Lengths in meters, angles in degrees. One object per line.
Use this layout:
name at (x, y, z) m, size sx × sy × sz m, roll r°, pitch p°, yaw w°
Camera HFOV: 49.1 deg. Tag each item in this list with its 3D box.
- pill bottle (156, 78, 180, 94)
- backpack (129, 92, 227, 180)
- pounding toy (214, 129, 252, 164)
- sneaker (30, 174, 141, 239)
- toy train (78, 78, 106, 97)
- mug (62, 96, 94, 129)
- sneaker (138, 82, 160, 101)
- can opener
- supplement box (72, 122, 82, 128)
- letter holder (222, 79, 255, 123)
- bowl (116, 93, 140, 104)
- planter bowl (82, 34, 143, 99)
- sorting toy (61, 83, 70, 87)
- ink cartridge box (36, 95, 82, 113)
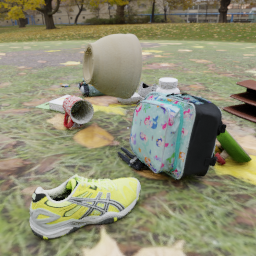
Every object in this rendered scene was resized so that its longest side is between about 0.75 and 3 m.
pill bottle at (1.687, -1.187, 12.075) m, size 1.021 × 1.821 × 1.021 m, roll 0°, pitch 22°, yaw 0°
backpack at (1.188, 0.082, 8.322) m, size 1.997 × 2.354 × 2.652 m, roll 1°, pitch 18°, yaw -23°
pounding toy at (3.026, 0.519, 9.073) m, size 1.890 × 0.877 × 1.459 m, roll 55°, pitch 15°, yaw 22°
sneaker at (-0.851, 1.588, 6.404) m, size 2.710 × 1.035 × 1.022 m, roll -14°, pitch 25°, yaw -30°
toy train at (-1.653, -2.396, 16.228) m, size 2.395 × 1.021 × 1.365 m, roll -7°, pitch 33°, yaw -16°
mug at (-2.303, -0.765, 11.728) m, size 1.342 × 1.009 × 1.512 m, roll -31°, pitch 28°, yaw -17°
sneaker at (1.416, -1.712, 14.328) m, size 2.613 × 1.071 × 0.976 m, roll 21°, pitch 30°, yaw 41°
can opener at (0.073, 0.972, 8.856) m, size 0.435 × 0.539 × 1.371 m, roll -52°, pitch 39°, yaw -12°
supplement box at (-2.139, -0.286, 11.965) m, size 0.446 × 0.249 × 0.819 m, roll 6°, pitch 22°, yaw 15°
letter holder at (5.901, -1.214, 12.830) m, size 1.888 × 1.336 × 2.656 m, roll -13°, pitch 26°, yaw -24°
bowl at (-0.044, -1.588, 14.878) m, size 1.166 × 0.435 × 1.165 m, roll -9°, pitch 24°, yaw -18°
planter bowl at (-0.691, -2.190, 9.786) m, size 1.547 × 2.298 × 2.298 m, roll 0°, pitch 20°, yaw -26°
sorting toy at (-4.086, -2.748, 18.108) m, size 0.500 × 0.121 × 0.888 m, roll -15°, pitch 27°, yaw -42°
ink cartridge box at (-3.503, -1.294, 14.177) m, size 1.956 × 0.469 × 1.423 m, roll 14°, pitch 27°, yaw 26°
